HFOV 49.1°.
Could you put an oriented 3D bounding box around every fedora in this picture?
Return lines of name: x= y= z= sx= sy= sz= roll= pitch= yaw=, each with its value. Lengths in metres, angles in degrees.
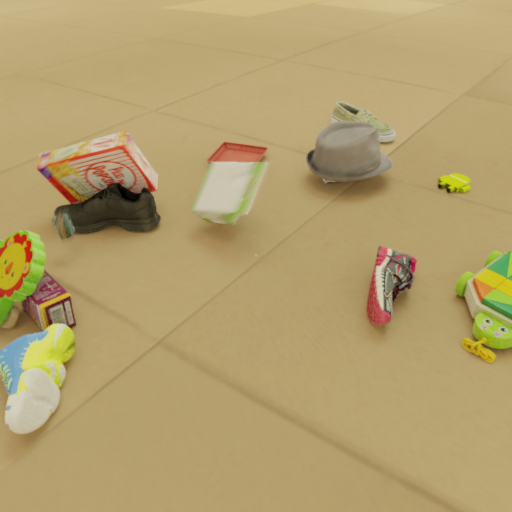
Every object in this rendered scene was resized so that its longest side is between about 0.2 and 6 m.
fedora: x=2.289 y=-2.683 z=13.776 sx=2.202 sy=0.994 sz=1.948 roll=-15 pitch=40 yaw=-15

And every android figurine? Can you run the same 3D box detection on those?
android figurine: x=4.951 y=-1.811 z=13.955 sx=0.880 sy=0.181 sz=0.801 roll=-25 pitch=42 yaw=-30

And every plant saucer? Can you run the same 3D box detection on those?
plant saucer: x=-0.489 y=-2.636 z=15.076 sx=1.330 sy=0.244 sz=1.332 roll=11 pitch=36 yaw=15

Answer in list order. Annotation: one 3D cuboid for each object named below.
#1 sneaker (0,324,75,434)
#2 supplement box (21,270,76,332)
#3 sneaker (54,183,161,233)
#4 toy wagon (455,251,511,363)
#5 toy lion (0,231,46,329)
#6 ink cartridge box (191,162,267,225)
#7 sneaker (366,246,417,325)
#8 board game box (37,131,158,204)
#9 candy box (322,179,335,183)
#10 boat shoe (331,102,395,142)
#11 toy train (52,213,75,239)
sneaker: x=-3.479 y=1.858 z=8.389 sx=1.066 sy=0.769 sz=2.029 roll=-10 pitch=29 yaw=10
supplement box: x=-3.666 y=0.816 z=9.766 sx=0.553 sy=0.701 sz=1.071 roll=-27 pitch=44 yaw=-35
sneaker: x=-3.266 y=-1.107 z=12.219 sx=2.281 sy=1.035 sz=0.866 roll=-3 pitch=38 yaw=-3
toy wagon: x=4.684 y=0.873 z=9.778 sx=2.936 sy=0.581 sz=2.278 roll=-27 pitch=43 yaw=-33
toy lion: x=-4.353 y=0.265 z=9.751 sx=1.759 sy=1.686 sz=0.604 roll=34 pitch=5 yaw=39
ink cartridge box: x=-0.426 y=-1.304 z=11.773 sx=1.661 sy=0.629 sz=1.228 roll=9 pitch=72 yaw=42
sneaker: x=2.465 y=0.480 z=10.135 sx=0.770 sy=0.832 sz=2.063 roll=12 pitch=36 yaw=13
board game box: x=-3.426 y=-1.835 z=12.286 sx=2.071 sy=1.569 sz=0.480 roll=-12 pitch=58 yaw=13
candy box: x=2.186 y=-2.326 z=14.451 sx=1.176 sy=0.421 sz=0.987 roll=-8 pitch=35 yaw=-10
boat shoe: x=3.114 y=-3.962 z=16.560 sx=2.249 sy=0.697 sz=0.809 roll=30 pitch=45 yaw=35
toy train: x=-3.833 y=-0.593 z=11.151 sx=0.310 sy=0.232 sz=0.544 roll=-27 pitch=83 yaw=-22
